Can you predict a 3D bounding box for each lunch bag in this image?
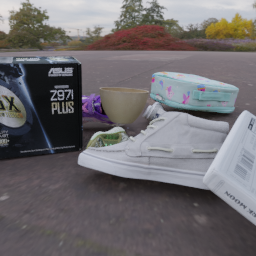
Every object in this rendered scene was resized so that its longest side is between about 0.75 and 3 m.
[{"bbox_3d":[2.293,-1.232,9.901,2.836,1.093,2.274,0,20,-27],"label":"lunch bag"}]

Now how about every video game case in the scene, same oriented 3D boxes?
[{"bbox_3d":[2.308,0.831,3.720,2.331,0.299,2.564,38,31,13],"label":"video game case"}]

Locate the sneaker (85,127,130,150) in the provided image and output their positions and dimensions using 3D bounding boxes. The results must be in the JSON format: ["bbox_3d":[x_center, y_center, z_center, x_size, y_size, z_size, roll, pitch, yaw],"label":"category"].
[{"bbox_3d":[-0.376,0.425,6.523,0.699,0.607,1.578,30,32,25],"label":"sneaker"}]

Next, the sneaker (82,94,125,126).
[{"bbox_3d":[-1.130,-0.572,8.209,2.513,1.011,1.111,-1,-6,-4],"label":"sneaker"}]

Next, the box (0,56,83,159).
[{"bbox_3d":[-2.463,-0.530,6.574,2.647,2.168,1.140,-4,22,-19],"label":"box"}]

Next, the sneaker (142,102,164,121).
[{"bbox_3d":[0.946,-0.412,9.167,0.642,0.585,1.567,36,22,8],"label":"sneaker"}]

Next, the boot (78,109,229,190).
[{"bbox_3d":[0.456,0.291,5.260,2.749,1.314,1.011,7,-4,11],"label":"boot"}]

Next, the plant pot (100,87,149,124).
[{"bbox_3d":[-0.127,-0.574,7.268,1.265,0.849,1.265,4,12,-1],"label":"plant pot"}]
